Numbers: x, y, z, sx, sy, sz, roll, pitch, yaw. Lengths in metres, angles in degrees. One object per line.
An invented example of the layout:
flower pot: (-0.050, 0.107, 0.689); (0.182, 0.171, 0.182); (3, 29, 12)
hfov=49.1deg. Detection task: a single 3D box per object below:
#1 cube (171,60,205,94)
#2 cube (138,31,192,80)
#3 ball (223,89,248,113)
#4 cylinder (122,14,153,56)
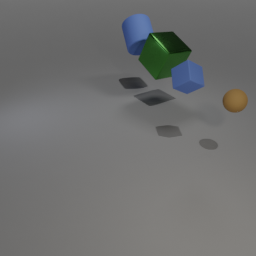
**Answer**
cube: (1.847, -1.561, 8.676); (0.700, 0.700, 0.700); (13, -24, -38)
cube: (1.551, -3.113, 11.989); (1.400, 1.400, 1.400); (-17, 59, -34)
ball: (3.159, -0.803, 8.265); (0.700, 0.700, 0.700); (0, 29, 0)
cylinder: (0.519, -4.440, 13.418); (1.400, 1.400, 1.400); (-12, -14, -3)
